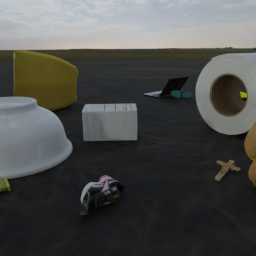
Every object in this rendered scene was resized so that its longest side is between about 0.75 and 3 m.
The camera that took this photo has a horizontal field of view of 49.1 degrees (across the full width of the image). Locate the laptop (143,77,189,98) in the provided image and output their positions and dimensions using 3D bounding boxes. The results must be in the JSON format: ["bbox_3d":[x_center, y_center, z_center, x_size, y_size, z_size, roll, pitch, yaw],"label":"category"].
[{"bbox_3d":[1.949,-2.170,14.474,1.638,1.014,1.749,-15,22,-42],"label":"laptop"}]

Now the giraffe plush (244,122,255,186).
[{"bbox_3d":[3.668,0.441,4.482,2.374,2.526,2.927,32,-1,44],"label":"giraffe plush"}]

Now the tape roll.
[{"bbox_3d":[3.455,-1.060,8.423,1.612,2.348,2.348,-11,20,-34],"label":"tape roll"}]

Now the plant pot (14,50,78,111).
[{"bbox_3d":[-3.340,-1.941,11.671,2.402,2.348,2.332,1,16,-15],"label":"plant pot"}]

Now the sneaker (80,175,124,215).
[{"bbox_3d":[-0.388,1.081,4.621,0.459,0.427,1.064,8,20,22],"label":"sneaker"}]

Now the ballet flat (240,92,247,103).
[{"bbox_3d":[4.848,-0.849,10.635,0.904,0.901,2.698,-32,27,-22],"label":"ballet flat"}]

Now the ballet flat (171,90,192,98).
[{"bbox_3d":[2.627,-1.641,13.944,1.120,0.387,0.399,3,-2,-8],"label":"ballet flat"}]

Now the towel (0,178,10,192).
[{"bbox_3d":[-2.759,1.143,4.993,1.188,0.107,0.511,-10,14,-28],"label":"towel"}]

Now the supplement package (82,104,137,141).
[{"bbox_3d":[-0.498,-0.181,7.992,1.501,0.877,0.880,-1,18,-2],"label":"supplement package"}]

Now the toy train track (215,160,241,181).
[{"bbox_3d":[1.992,0.897,5.768,0.487,0.138,0.850,20,31,33],"label":"toy train track"}]

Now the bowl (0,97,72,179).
[{"bbox_3d":[-2.839,0.016,6.642,2.935,1.319,2.935,-1,16,0],"label":"bowl"}]
